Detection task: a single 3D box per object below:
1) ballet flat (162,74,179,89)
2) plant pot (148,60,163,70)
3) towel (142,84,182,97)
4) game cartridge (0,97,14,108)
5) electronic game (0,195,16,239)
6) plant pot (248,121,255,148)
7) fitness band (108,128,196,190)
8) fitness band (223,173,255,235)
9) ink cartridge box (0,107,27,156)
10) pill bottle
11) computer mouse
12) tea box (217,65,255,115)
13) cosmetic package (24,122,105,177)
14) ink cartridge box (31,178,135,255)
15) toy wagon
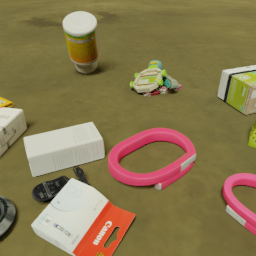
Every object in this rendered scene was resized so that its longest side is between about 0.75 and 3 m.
[{"bbox_3d":[1.845,-2.144,12.869,0.505,0.535,1.587,-1,28,-18],"label":"ballet flat"},{"bbox_3d":[1.410,-3.120,14.490,0.810,0.650,0.810,0,33,0],"label":"plant pot"},{"bbox_3d":[1.389,-1.994,13.133,1.948,0.222,1.403,-15,35,-21],"label":"towel"},{"bbox_3d":[-5.763,-0.931,11.450,1.601,0.260,1.411,22,39,29],"label":"game cartridge"},{"bbox_3d":[-3.577,2.155,6.518,1.803,0.375,1.803,3,26,-1],"label":"electronic game"},{"bbox_3d":[4.644,0.085,9.225,1.056,0.958,1.051,16,35,21],"label":"plant pot"},{"bbox_3d":[0.778,0.855,8.490,2.888,0.540,2.074,-24,37,-34],"label":"fitness band"},{"bbox_3d":[3.390,1.924,6.869,1.609,0.419,2.240,-21,40,-30],"label":"fitness band"},{"bbox_3d":[-4.580,0.145,9.207,1.517,0.857,2.071,7,33,11],"label":"ink cartridge box"},{"bbox_3d":[-2.178,-4.031,13.646,1.539,2.771,1.539,0,58,-1],"label":"pill bottle"},{"bbox_3d":[-1.670,1.710,7.342,1.475,0.340,1.036,-25,56,-29],"label":"computer mouse"},{"bbox_3d":[5.110,-1.625,11.576,1.897,1.267,1.866,-13,36,-19],"label":"tea box"},{"bbox_3d":[-1.932,0.607,8.571,2.211,0.819,1.124,-14,35,-18],"label":"cosmetic package"},{"bbox_3d":[-0.994,2.092,6.401,1.867,0.441,1.494,16,44,26],"label":"ink cartridge box"},{"bbox_3d":[0.997,-2.342,12.798,1.495,0.381,1.926,0,45,29],"label":"toy wagon"}]
